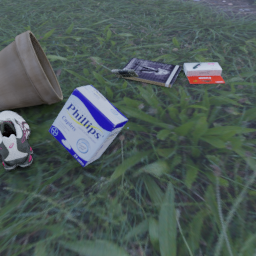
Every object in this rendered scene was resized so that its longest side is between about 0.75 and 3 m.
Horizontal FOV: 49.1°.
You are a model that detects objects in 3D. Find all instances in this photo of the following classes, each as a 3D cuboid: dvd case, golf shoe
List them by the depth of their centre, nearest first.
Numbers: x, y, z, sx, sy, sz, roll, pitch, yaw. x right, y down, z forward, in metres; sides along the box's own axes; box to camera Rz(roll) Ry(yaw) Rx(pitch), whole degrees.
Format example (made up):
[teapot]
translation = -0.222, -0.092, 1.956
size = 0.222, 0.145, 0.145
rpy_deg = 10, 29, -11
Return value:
[golf shoe]
translation = -3.586, 0.049, 8.673
size = 1.064, 1.214, 2.756
rpy_deg = -19, 41, -20
[dvd case]
translation = 1.008, -2.550, 12.663
size = 2.453, 0.196, 1.824
rpy_deg = 14, 41, 17

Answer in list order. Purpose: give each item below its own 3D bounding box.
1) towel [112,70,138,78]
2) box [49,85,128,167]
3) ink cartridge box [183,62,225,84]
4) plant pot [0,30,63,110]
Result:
[towel]
translation = -0.092, -1.973, 10.069
size = 0.833, 0.150, 0.866
rpy_deg = 1, -4, 12
[box]
translation = -1.127, -0.071, 7.819
size = 1.525, 1.658, 0.870
rpy_deg = 43, 26, 11
[ink cartridge box]
translation = 3.377, -2.454, 12.437
size = 1.583, 0.345, 1.374
rpy_deg = -2, 38, -2
[plant pot]
translation = -4.006, -1.814, 10.159
size = 2.337, 2.694, 2.694
rpy_deg = -23, 42, -2
